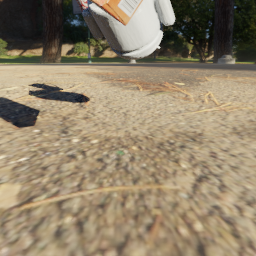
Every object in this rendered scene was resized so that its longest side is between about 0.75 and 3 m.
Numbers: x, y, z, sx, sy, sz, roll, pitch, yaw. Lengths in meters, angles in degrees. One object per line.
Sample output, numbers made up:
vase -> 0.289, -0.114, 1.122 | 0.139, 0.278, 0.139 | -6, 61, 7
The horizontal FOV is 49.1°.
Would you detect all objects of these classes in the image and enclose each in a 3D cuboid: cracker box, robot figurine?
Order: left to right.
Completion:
cracker box -> -0.464, -2.326, 3.009 | 2.133, 1.429, 0.615 | 42, 15, 18
robot figurine -> -0.018, -2.912, 7.335 | 2.363, 1.573, 2.786 | -1, -28, 24

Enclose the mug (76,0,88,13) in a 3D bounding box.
mug -> -0.904, -4.033, 9.425 | 1.389, 1.564, 1.044 | -29, 23, -9
